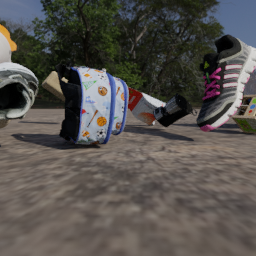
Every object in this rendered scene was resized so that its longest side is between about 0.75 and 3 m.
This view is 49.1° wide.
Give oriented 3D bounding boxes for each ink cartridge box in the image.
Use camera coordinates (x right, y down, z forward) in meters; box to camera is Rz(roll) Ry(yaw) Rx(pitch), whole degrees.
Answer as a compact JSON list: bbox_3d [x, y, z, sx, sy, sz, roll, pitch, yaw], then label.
[{"bbox_3d":[0.348,-0.585,7.840,1.144,0.287,0.927,20,-33,-13],"label":"ink cartridge box"}]

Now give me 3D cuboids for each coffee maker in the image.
[{"bbox_3d":[1.185,-0.371,7.178,0.827,0.794,0.557,-34,14,39],"label":"coffee maker"}]

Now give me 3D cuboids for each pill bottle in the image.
[{"bbox_3d":[4.613,-1.200,7.625,2.502,1.385,1.385,-9,4,2],"label":"pill bottle"}]

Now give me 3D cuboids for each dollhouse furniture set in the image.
[{"bbox_3d":[-1.530,-1.231,9.763,2.344,1.857,1.663,34,-15,2],"label":"dollhouse furniture set"}]

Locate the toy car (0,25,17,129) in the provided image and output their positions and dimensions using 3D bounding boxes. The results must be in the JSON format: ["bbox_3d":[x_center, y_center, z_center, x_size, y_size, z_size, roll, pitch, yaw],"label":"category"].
[{"bbox_3d":[-2.662,-1.158,5.305,1.726,1.951,1.799,35,-28,-27],"label":"toy car"}]

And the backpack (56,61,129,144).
[{"bbox_3d":[-0.590,-0.335,4.551,1.106,1.436,1.368,-2,15,-12],"label":"backpack"}]

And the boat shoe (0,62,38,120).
[{"bbox_3d":[-1.314,-0.301,2.953,0.604,0.614,1.704,26,16,2],"label":"boat shoe"}]

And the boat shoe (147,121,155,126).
[{"bbox_3d":[0.670,-0.549,8.681,0.422,0.400,1.206,15,-30,30],"label":"boat shoe"}]

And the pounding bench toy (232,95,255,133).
[{"bbox_3d":[3.109,-0.349,6.456,0.616,0.774,0.992,41,-17,-28],"label":"pounding bench toy"}]

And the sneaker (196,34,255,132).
[{"bbox_3d":[1.718,-0.939,5.373,0.940,2.150,0.793,36,-19,-14],"label":"sneaker"}]
